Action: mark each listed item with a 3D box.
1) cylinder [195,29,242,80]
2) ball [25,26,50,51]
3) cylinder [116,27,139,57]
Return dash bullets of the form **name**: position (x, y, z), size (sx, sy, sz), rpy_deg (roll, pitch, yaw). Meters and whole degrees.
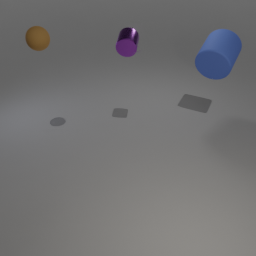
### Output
- **cylinder**: position (3.509, -2.851, 10.879), size (1.400, 1.400, 1.400), rpy_deg (18, 58, 26)
- **ball**: position (-2.644, -2.620, 8.207), size (0.700, 0.700, 0.700), rpy_deg (0, 32, 0)
- **cylinder**: position (-0.012, -2.824, 9.224), size (0.700, 0.700, 0.700), rpy_deg (4, 50, 7)
